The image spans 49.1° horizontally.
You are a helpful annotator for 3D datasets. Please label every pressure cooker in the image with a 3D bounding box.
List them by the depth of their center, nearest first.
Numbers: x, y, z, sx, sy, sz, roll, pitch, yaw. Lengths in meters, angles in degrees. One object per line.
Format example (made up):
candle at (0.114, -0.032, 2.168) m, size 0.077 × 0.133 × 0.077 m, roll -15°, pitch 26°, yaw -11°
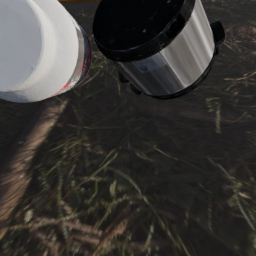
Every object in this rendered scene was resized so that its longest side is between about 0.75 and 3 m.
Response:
pressure cooker at (0.647, -1.714, 5.759) m, size 2.067 × 2.350 × 2.099 m, roll 29°, pitch 86°, yaw 37°

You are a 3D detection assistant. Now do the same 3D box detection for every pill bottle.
pill bottle at (-1.483, -1.235, 4.372) m, size 1.586 × 1.586 × 2.864 m, roll 0°, pitch 11°, yaw 0°

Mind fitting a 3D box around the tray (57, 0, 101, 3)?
tray at (-1.268, -3.349, 6.646) m, size 1.353 × 0.667 × 0.251 m, roll -7°, pitch 5°, yaw -7°
